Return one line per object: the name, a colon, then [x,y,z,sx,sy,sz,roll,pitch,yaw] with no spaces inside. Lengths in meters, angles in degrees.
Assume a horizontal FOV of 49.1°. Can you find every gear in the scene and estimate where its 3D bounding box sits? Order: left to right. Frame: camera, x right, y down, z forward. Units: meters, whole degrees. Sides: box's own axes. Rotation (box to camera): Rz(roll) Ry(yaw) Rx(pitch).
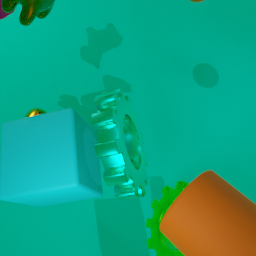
gear: [-0.079,0.288,5.165,0.366,1.981,1.981,-13,76,15]
gear: [1.135,2.101,5.965,0.347,1.877,1.877,24,74,-32]

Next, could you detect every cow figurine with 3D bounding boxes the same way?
cow figurine: [-2.745,-2.867,5.999,1.089,1.107,0.608,-12,78,21]
cow figurine: [-1.758,-3.130,5.878,0.954,1.738,1.711,36,121,-15]

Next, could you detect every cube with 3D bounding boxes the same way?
cube: [-1.300,0.591,4.964,1.301,1.301,1.301,-12,68,9]

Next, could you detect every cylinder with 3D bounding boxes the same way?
cylinder: [1.427,1.590,4.440,1.336,1.336,1.336,-45,61,-10]

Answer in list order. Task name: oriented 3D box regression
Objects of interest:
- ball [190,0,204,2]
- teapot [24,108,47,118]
ball: [1.712,-3.517,6.821,0.828,0.828,0.828,0,76,0]
teapot: [-2.260,-0.092,6.974,1.219,0.597,0.758,5,118,24]
